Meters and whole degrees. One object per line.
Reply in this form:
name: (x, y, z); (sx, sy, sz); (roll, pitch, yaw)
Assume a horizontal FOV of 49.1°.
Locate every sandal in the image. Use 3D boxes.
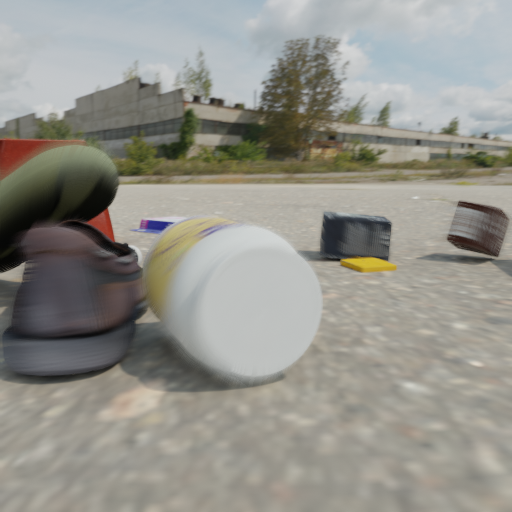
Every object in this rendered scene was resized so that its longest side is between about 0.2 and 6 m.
sandal: (-2.869, -0.454, 5.935); (3.344, 0.954, 1.328); (-23, -10, 21)

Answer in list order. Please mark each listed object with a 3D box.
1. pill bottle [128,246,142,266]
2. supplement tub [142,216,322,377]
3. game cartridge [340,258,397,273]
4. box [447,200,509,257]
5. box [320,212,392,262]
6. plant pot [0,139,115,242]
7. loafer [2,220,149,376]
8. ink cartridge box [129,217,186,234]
pill bottle: (-1.724, 0.063, 7.055); (0.368, 0.368, 0.651); (2, 9, 15)
supplement tub: (-0.217, 0.238, 3.938); (0.967, 0.967, 1.330); (-4, 9, -23)
game cartridge: (1.515, 0.132, 7.555); (0.540, 0.099, 0.613); (-3, 12, -19)
box: (3.236, -0.387, 8.153); (0.618, 0.624, 0.753); (16, 1, 33)
box: (1.467, -0.299, 8.415); (0.981, 0.618, 0.998); (4, 9, 6)
plant pot: (-3.761, -1.090, 9.767); (2.064, 1.821, 2.066); (-5, 11, -29)
loafer: (-1.468, 0.087, 4.892); (1.115, 0.977, 3.102); (-2, 9, -12)
ink cartridge box: (-1.850, -0.672, 12.118); (1.266, 0.279, 1.289); (8, 10, 38)
